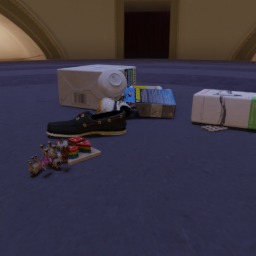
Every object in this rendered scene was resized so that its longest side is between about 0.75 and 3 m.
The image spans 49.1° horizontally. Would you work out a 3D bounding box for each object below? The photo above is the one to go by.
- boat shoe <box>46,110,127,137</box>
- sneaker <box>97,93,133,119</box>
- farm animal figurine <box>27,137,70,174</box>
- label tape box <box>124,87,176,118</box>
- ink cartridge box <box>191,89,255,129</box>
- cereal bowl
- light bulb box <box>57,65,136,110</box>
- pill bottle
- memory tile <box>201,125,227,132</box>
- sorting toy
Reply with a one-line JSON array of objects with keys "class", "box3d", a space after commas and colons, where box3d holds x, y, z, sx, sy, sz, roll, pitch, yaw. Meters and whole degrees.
[{"class": "boat shoe", "box3d": [-1.440, -0.191, 9.835, 2.802, 0.878, 1.025, -4, 18, -8]}, {"class": "sneaker", "box3d": [-0.265, -0.804, 12.055, 1.113, 0.961, 2.540, 29, 27, 18]}, {"class": "farm animal figurine", "box3d": [-2.000, 0.787, 7.201, 1.091, 0.569, 1.079, -18, 28, -13]}, {"class": "label tape box", "box3d": [0.901, -1.145, 12.355, 2.178, 0.689, 1.570, 3, 31, -1]}, {"class": "ink cartridge box", "box3d": [4.093, -0.805, 11.133, 2.709, 1.138, 1.971, 9, 17, 26]}, {"class": "cereal bowl", "box3d": [-0.592, -1.902, 11.572, 1.240, 1.240, 0.516, -7, -13, -22]}, {"class": "light bulb box", "box3d": [-1.495, -2.208, 14.462, 2.965, 1.867, 2.991, 10, 19, 28]}, {"class": "pill bottle", "box3d": [1.055, -1.542, 13.746, 1.987, 1.036, 1.036, 2, 18, 5]}, {"class": "memory tile", "box3d": [3.219, 0.010, 10.458, 0.833, 0.070, 0.639, -8, 19, -23]}, {"class": "sorting toy", "box3d": [-1.525, 0.596, 8.083, 1.077, 0.375, 1.070, -16, 24, -41]}]
